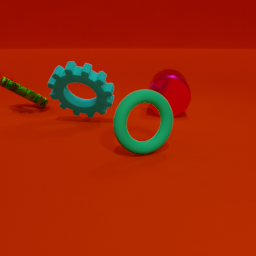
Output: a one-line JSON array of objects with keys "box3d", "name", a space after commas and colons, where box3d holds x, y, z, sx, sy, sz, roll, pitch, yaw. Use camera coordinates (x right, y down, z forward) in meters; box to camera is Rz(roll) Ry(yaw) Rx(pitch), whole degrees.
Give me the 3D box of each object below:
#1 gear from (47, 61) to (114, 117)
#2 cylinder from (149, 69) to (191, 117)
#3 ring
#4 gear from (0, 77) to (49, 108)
[{"box3d": [-1.340, -1.052, 8.086, 1.865, 1.865, 0.345, 3, 51, 11], "name": "gear"}, {"box3d": [1.369, -1.196, 9.388, 1.360, 1.360, 1.360, 2, 21, 6], "name": "cylinder"}, {"box3d": [0.345, -0.116, 5.972, 1.397, 1.397, 0.279, -8, 13, -23], "name": "ring"}, {"box3d": [-3.651, -1.235, 9.876, 1.714, 0.317, 1.714, 26, -5, 2], "name": "gear"}]
